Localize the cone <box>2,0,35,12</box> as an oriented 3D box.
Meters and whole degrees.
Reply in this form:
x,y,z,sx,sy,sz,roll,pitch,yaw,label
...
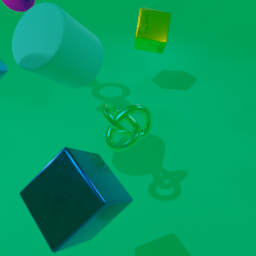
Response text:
x,y,z,sx,sy,sz,roll,pitch,yaw,label
-3.202,-4.158,8.237,1.026,1.026,1.030,-25,4,-26,cone

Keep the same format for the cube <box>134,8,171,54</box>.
x,y,z,sx,sy,sz,roll,pitch,yaw,label
0.824,-3.305,9.637,1.056,1.056,1.056,9,84,0,cube

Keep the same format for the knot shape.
x,y,z,sx,sy,sz,roll,pitch,yaw,label
0.016,-0.077,5.734,1.085,0.536,1.160,-10,64,-22,knot shape

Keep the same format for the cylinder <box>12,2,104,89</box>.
x,y,z,sx,sy,sz,roll,pitch,yaw,label
-1.356,-1.565,5.586,1.294,1.294,1.294,27,4,28,cylinder

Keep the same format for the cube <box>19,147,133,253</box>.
x,y,z,sx,sy,sz,roll,pitch,yaw,label
-0.634,0.884,3.592,0.867,0.867,0.867,-44,67,9,cube

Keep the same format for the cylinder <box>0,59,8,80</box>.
x,y,z,sx,sy,sz,roll,pitch,yaw,label
-2.552,-0.927,4.661,0.749,0.749,0.749,-45,46,9,cylinder
